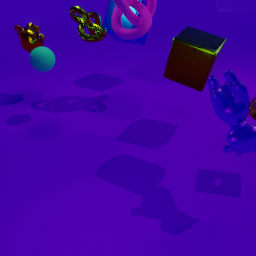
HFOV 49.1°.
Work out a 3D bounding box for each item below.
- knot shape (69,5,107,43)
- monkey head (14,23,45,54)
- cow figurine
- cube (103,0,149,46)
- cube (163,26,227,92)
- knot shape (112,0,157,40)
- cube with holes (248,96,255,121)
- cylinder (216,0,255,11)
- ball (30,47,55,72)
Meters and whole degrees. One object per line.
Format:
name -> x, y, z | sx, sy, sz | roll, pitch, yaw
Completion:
knot shape -> -1.215, -3.243, 9.018 | 1.420, 0.656, 1.328 | 17, 41, -51
monkey head -> -3.464, -3.024, 9.696 | 1.098, 1.527, 0.920 | 0, 51, 20
cow figurine -> 1.933, -0.246, 5.114 | 0.751, 1.346, 1.368 | -19, 25, 17
cube -> 0.005, -4.206, 11.065 | 1.346, 1.346, 1.346 | 17, 4, 25
cube -> 1.812, -1.902, 7.649 | 1.165, 1.165, 1.165 | 25, 43, 15
knot shape -> 0.012, -3.905, 8.903 | 0.905, 1.834, 1.960 | -19, 38, 58
cube with holes -> 3.116, -0.376, 5.903 | 0.810, 0.810, 0.810 | 39, 20, -1
cylinder -> 2.317, -2.786, 5.210 | 1.114, 1.114, 1.114 | 11, 32, 28
ball -> -2.571, -2.064, 8.423 | 0.731, 0.731, 0.731 | 0, 31, 0
